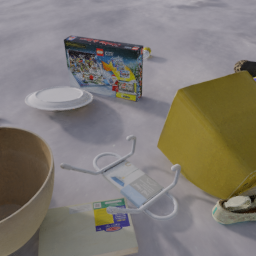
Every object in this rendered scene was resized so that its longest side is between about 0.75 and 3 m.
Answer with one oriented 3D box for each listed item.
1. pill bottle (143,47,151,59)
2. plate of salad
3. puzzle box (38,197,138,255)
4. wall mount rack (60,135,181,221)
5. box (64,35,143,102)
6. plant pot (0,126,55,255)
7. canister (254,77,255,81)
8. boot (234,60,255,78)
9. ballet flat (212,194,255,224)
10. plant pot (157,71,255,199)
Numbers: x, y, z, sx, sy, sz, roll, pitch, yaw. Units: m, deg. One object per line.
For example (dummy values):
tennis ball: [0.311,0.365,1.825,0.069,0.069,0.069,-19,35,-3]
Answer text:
pill bottle: [0.906,-3.777,14.136,0.421,0.421,0.752,9,38,12]
plate of salad: [-2.446,-0.985,10.094,2.391,0.574,2.391,1,26,-1]
puzzle box: [-0.879,2.224,6.060,2.003,0.255,1.333,-6,36,-9]
wall mount rack: [-0.124,1.183,6.689,2.384,1.023,2.744,-25,44,-38]
box: [-0.913,-2.278,10.706,2.988,2.041,0.563,14,38,17]
plant pot: [-2.773,1.524,5.648,2.785,1.870,2.785,0,36,0]
canister: [4.654,-0.997,9.791,2.534,1.097,1.882,-23,42,-26]
boot: [5.721,-2.421,11.900,2.165,0.792,1.630,-8,22,-36]
ballet flat: [2.850,1.778,6.390,1.892,0.590,0.638,-9,36,-12]
plant pot: [2.480,0.364,7.066,2.297,2.312,2.365,-18,56,-23]
